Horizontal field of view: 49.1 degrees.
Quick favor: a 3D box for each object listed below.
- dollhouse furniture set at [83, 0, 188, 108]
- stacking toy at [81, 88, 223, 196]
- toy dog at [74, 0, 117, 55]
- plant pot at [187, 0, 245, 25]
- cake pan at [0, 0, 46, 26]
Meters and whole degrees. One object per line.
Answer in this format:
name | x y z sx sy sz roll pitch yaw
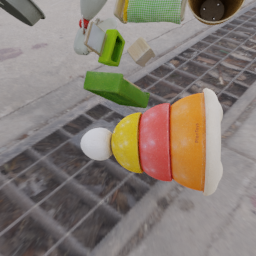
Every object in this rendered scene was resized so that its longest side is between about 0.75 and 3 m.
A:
dollhouse furniture set | 0.090 -1.874 4.939 1.437 1.110 2.875 12 85 31
stacking toy | 0.285 0.180 4.097 2.027 1.481 1.481 1 40 12
toy dog | -0.786 -3.179 7.571 1.181 2.452 1.617 28 47 31
plant pot | 2.117 -3.094 6.897 1.296 1.296 1.391 10 9 12
cake pan | -3.155 -3.358 7.039 2.241 2.241 0.411 33 89 33
